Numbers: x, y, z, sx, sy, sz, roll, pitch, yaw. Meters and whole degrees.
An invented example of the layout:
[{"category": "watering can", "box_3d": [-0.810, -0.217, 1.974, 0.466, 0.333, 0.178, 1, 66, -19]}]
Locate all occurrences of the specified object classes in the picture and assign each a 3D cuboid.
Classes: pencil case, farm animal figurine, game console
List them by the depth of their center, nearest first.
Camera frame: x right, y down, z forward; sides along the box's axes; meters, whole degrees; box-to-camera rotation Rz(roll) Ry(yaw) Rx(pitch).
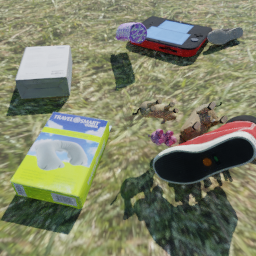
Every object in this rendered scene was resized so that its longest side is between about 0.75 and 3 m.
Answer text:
[{"category": "farm animal figurine", "box_3d": [1.395, 0.059, 6.882, 2.176, 1.147, 2.200, -30, 94, -20]}, {"category": "pencil case", "box_3d": [0.097, -3.411, 10.135, 0.720, 0.707, 1.684, -48, 26, 2]}, {"category": "game console", "box_3d": [1.743, -3.901, 11.550, 2.922, 0.454, 2.584, 21, 49, 20]}]

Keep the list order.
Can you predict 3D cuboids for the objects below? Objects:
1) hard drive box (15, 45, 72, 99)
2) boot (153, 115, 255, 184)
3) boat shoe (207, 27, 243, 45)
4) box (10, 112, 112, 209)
[{"category": "hard drive box", "box_3d": [-2.706, -1.919, 9.349, 1.568, 0.773, 2.012, -3, 45, -3]}, {"category": "boot", "box_3d": [1.750, 0.418, 6.217, 2.274, 0.823, 1.640, -22, 9, 33]}, {"category": "boat shoe", "box_3d": [3.832, -3.709, 11.351, 1.831, 0.612, 0.522, -17, 14, -22]}, {"category": "box", "box_3d": [-1.480, 0.570, 6.968, 1.611, 0.630, 2.642, 10, 46, 8]}]
